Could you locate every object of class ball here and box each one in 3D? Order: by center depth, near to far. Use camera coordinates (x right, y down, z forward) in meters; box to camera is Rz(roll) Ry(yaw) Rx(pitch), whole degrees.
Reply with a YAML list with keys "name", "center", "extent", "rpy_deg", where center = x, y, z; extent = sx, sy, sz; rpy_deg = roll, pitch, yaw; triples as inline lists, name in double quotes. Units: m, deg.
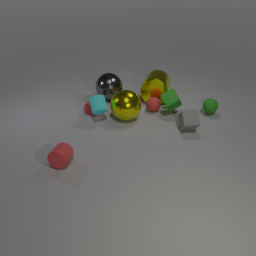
- name: "ball"
  center: [-0.095, -1.028, 12.609]
  extent: [1.400, 1.400, 1.400]
  rpy_deg: [0, 31, 0]
- name: "ball"
  center: [3.860, -1.035, 13.103]
  extent: [0.700, 0.700, 0.700]
  rpy_deg: [0, 31, 0]
- name: "ball"
  center: [1.214, -1.135, 13.437]
  extent: [0.700, 0.700, 0.700]
  rpy_deg: [0, 31, 0]
- name: "ball"
  center: [-0.973, -2.127, 14.407]
  extent: [1.400, 1.400, 1.400]
  rpy_deg: [0, 31, 0]

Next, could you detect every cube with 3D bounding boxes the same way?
- name: "cube"
  center: [2.572, -0.330, 11.840]
  extent: [0.700, 0.700, 0.700]
  rpy_deg: [-4, 74, -6]
- name: "cube"
  center: [1.999, -1.288, 12.982]
  extent: [0.700, 0.700, 0.700]
  rpy_deg: [-29, 67, 7]

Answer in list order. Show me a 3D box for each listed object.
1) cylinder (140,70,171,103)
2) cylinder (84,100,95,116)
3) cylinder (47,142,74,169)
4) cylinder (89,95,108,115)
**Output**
- name: "cylinder"
  center: [1.427, -2.097, 14.356]
  extent: [1.400, 1.400, 1.400]
  rpy_deg: [7, 32, 11]
- name: "cylinder"
  center: [-1.644, -1.024, 13.259]
  extent: [0.700, 0.700, 0.700]
  rpy_deg: [7, 32, 12]
- name: "cylinder"
  center: [-2.370, 0.967, 9.880]
  extent: [0.700, 0.700, 0.700]
  rpy_deg: [6, 25, 10]
- name: "cylinder"
  center: [-1.311, -1.028, 12.378]
  extent: [0.700, 0.700, 0.700]
  rpy_deg: [-14, -11, -3]
